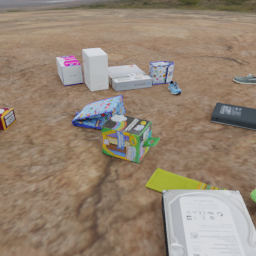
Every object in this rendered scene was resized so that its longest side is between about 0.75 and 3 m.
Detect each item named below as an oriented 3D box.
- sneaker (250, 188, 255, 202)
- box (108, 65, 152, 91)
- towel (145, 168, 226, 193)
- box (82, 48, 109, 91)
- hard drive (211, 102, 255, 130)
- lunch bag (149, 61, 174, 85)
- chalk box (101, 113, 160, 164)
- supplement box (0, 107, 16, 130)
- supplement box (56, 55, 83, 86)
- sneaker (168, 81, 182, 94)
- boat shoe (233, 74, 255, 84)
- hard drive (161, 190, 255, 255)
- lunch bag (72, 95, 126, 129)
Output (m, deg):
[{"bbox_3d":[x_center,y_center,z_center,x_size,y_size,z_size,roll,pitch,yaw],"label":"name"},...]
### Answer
[{"bbox_3d":[4.435,1.903,7.653,2.289,0.878,0.959,-8,56,-16],"label":"sneaker"},{"bbox_3d":[-0.103,-2.964,16.234,2.136,0.564,2.740,-9,32,-17],"label":"box"},{"bbox_3d":[1.696,1.782,8.281,2.207,0.199,0.950,15,32,25],"label":"towel"},{"bbox_3d":[-1.771,-3.193,15.240,1.027,1.931,1.470,-10,33,-18],"label":"box"},{"bbox_3d":[4.841,-0.521,12.143,2.189,0.360,1.528,13,32,21],"label":"hard drive"},{"bbox_3d":[1.950,-3.155,15.944,1.383,1.176,0.857,-8,36,-17],"label":"lunch bag"},{"bbox_3d":[0.155,0.382,9.785,1.858,1.151,1.160,15,33,21],"label":"chalk box"},{"bbox_3d":[-5.606,-0.428,11.694,1.495,0.640,0.825,5,30,9],"label":"supplement box"},{"bbox_3d":[-3.450,-3.407,16.454,1.117,1.141,2.207,-12,30,-18],"label":"supplement box"},{"bbox_3d":[2.453,-2.148,14.821,0.470,0.539,1.198,-10,31,-16],"label":"sneaker"},{"bbox_3d":[7.022,-2.848,16.016,1.848,0.571,0.673,9,31,15],"label":"boat shoe"},{"bbox_3d":[1.879,2.617,6.300,2.078,0.563,2.974,1,34,3],"label":"hard drive"},{"bbox_3d":[-1.327,-0.632,11.945,2.062,0.970,1.552,0,31,18],"label":"lunch bag"}]
